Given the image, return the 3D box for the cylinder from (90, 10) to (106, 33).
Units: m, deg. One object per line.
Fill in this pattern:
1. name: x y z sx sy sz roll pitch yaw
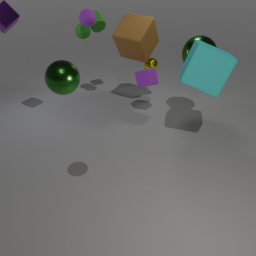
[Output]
1. cylinder: -1.476 -4.923 12.960 0.700 0.700 0.700 -16 65 -25

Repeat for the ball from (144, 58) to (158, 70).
1. ball: 1.109 -3.014 13.472 0.700 0.700 0.700 0 30 0

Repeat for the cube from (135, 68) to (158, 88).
1. cube: 0.812 -2.174 12.151 0.700 0.700 0.700 -6 9 34

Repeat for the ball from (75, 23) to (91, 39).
1. ball: -2.047 -4.400 12.704 0.700 0.700 0.700 0 30 0

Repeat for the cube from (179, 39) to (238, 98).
1. cube: 2.738 -2.122 9.829 1.400 1.400 1.400 23 24 -1

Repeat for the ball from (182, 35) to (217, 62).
1. ball: 2.861 -2.976 11.217 1.400 1.400 1.400 0 30 0

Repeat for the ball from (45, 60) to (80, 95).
1. ball: -1.322 -1.015 5.661 0.700 0.700 0.700 0 30 0

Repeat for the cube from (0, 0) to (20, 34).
1. cube: -4.370 -3.899 9.876 0.700 0.700 0.700 -53 23 -18

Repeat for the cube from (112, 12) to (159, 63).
1. cube: 0.375 -3.978 12.362 1.400 1.400 1.400 21 72 25

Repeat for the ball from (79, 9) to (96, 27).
1. ball: -1.715 -4.662 11.842 0.700 0.700 0.700 0 30 0
